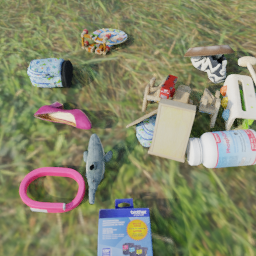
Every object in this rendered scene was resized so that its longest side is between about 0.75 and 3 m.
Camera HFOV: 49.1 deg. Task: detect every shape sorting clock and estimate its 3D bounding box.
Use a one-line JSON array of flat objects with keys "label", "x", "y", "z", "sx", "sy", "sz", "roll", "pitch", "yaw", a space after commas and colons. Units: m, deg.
[{"label": "shape sorting clock", "x": -0.950, "y": -4.696, "z": 14.291, "sx": 1.833, "sy": 0.360, "sz": 1.833, "roll": 4, "pitch": 43, "yaw": -4}]

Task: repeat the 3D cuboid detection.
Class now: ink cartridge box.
[{"label": "ink cartridge box", "x": -0.084, "y": 3.099, "z": 7.841, "sx": 1.483, "sy": 0.830, "sz": 2.174, "roll": -2, "pitch": 49, "yaw": -2}]

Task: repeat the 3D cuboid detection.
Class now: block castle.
[{"label": "block castle", "x": -1.564, "y": -4.219, "z": 13.667, "sx": 1.386, "sy": 0.926, "sz": 0.650, "roll": 17, "pitch": 51, "yaw": 11}]

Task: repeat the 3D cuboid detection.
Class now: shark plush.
[{"label": "shark plush", "x": -1.214, "y": 1.336, "z": 9.143, "sx": 1.001, "sy": 0.917, "sz": 2.203, "roll": 12, "pitch": 63, "yaw": 7}]

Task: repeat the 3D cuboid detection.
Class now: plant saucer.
[{"label": "plant saucer", "x": 3.637, "y": -3.483, "z": 12.606, "sx": 2.230, "sy": 0.408, "sz": 2.230, "roll": -4, "pitch": 14, "yaw": 1}]

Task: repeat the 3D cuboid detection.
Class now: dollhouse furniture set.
[{"label": "dollhouse furniture set", "x": 1.800, "y": -0.380, "z": 10.336, "sx": 2.701, "sy": 1.914, "sz": 2.941, "roll": 14, "pitch": 26, "yaw": 10}]

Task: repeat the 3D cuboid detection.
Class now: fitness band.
[{"label": "fitness band", "x": -2.426, "y": 1.953, "z": 9.035, "sx": 2.063, "sy": 0.386, "sz": 1.482, "roll": 3, "pitch": 51, "yaw": 1}]

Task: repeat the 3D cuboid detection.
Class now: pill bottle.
[{"label": "pill bottle", "x": 3.181, "y": 0.716, "z": 9.482, "sx": 2.236, "sy": 1.216, "sz": 1.216, "roll": -5, "pitch": 51, "yaw": -4}]

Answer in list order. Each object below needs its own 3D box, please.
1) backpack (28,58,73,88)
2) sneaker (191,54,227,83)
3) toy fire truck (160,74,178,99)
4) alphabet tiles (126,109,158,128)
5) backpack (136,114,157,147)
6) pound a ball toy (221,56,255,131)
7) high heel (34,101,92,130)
[{"label": "backpack", "x": -3.406, "y": -2.374, "z": 12.105, "sx": 1.743, "sy": 1.340, "sz": 1.422, "roll": -9, "pitch": 52, "yaw": 15}, {"label": "sneaker", "x": 3.661, "y": -3.139, "z": 12.497, "sx": 0.849, "sy": 1.383, "sz": 2.126, "roll": -16, "pitch": 53, "yaw": -13}, {"label": "toy fire truck", "x": 1.487, "y": -1.378, "z": 10.372, "sx": 0.368, "sy": 1.064, "sz": 1.509, "roll": 20, "pitch": 43, "yaw": 12}, {"label": "alphabet tiles", "x": 0.645, "y": -0.412, "z": 10.213, "sx": 1.526, "sy": 1.826, "sz": 0.069, "roll": -30, "pitch": 92, "yaw": -22}, {"label": "backpack", "x": 0.865, "y": 0.075, "z": 10.274, "sx": 1.107, "sy": 0.814, "sz": 1.013, "roll": -24, "pitch": 51, "yaw": -13}, {"label": "pound a ball toy", "x": 4.242, "y": -1.309, "z": 10.783, "sx": 1.143, "sy": 1.755, "sz": 2.692, "roll": 7, "pitch": 52, "yaw": 5}, {"label": "high heel", "x": -2.450, "y": -0.331, "z": 10.542, "sx": 2.331, "sy": 0.785, "sz": 1.118, "roll": 31, "pitch": 47, "yaw": 28}]
